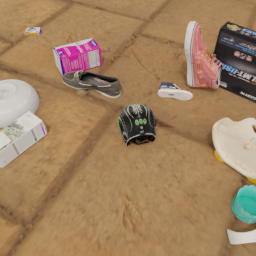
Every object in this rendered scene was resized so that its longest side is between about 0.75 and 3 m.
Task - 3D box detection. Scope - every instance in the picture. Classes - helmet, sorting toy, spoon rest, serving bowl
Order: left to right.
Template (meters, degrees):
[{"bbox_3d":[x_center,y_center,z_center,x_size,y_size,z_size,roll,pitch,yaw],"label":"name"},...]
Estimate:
[{"bbox_3d":[-4.924,-1.176,11.320,2.490,0.819,2.490,0,50,0],"label":"serving bowl"},{"bbox_3d":[0.322,-0.174,10.136,1.504,1.504,1.434,-9,67,-8],"label":"helmet"},{"bbox_3d":[4.442,0.522,9.654,2.279,1.352,2.532,-31,54,-33],"label":"sorting toy"},{"bbox_3d":[3.875,2.865,7.852,2.036,0.617,1.012,-12,82,-7],"label":"spoon rest"}]

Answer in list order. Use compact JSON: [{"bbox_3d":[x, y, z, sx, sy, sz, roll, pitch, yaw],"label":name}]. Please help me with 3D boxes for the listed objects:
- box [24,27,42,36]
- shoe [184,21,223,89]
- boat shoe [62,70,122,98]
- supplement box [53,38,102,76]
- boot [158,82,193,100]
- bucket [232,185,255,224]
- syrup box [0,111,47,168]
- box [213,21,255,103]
[{"bbox_3d":[-5.157,-5.280,15.300,0.914,0.190,0.544,-6,49,-2],"label":"box"},{"bbox_3d":[3.078,-2.833,11.207,1.319,2.901,1.036,13,49,27],"label":"shoe"},{"bbox_3d":[-1.579,-2.108,12.119,2.863,0.816,0.957,18,51,15],"label":"boat shoe"},{"bbox_3d":[-2.317,-3.304,13.039,1.985,1.026,1.005,-21,51,-19],"label":"supplement box"},{"bbox_3d":[2.027,-1.617,11.878,1.453,0.529,0.656,10,55,10],"label":"boot"},{"bbox_3d":[3.660,2.311,8.387,1.028,0.669,1.028,0,48,0],"label":"bucket"},{"bbox_3d":[-3.964,0.365,9.967,0.793,0.820,2.015,32,56,25],"label":"syrup box"},{"bbox_3d":[4.716,-2.518,11.248,2.697,2.677,0.670,32,55,24],"label":"box"}]
